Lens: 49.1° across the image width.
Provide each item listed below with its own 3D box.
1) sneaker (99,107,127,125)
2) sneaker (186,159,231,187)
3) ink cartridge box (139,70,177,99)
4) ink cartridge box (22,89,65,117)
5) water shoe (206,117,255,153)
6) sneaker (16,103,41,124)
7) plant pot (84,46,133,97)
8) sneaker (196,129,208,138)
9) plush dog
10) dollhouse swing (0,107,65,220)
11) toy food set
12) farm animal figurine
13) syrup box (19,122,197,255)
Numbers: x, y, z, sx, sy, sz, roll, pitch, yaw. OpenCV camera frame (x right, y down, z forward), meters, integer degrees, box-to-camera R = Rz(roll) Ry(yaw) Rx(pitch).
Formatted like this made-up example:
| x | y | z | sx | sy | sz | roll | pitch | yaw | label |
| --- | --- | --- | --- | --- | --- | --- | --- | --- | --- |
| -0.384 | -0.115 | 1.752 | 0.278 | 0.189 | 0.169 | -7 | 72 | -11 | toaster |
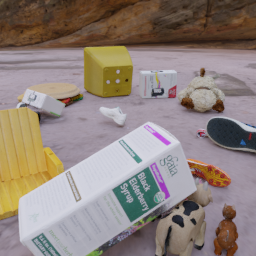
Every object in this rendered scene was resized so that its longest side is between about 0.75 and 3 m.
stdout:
| x | y | z | sx | sy | sz | roll | pitch | yaw | label |
| --- | --- | --- | --- | --- | --- | --- | --- | --- | --- |
| -0.533 | -0.603 | 10.711 | 1.232 | 0.545 | 0.464 | 30 | 16 | 25 | sneaker |
| 1.955 | 1.044 | 6.978 | 0.521 | 0.493 | 1.350 | -7 | 22 | -45 | sneaker |
| 1.562 | -2.289 | 14.718 | 1.855 | 1.352 | 0.768 | -3 | 22 | -6 | ink cartridge box |
| -3.513 | -1.052 | 11.639 | 1.450 | 0.609 | 1.055 | 18 | -6 | 38 | ink cartridge box |
| 3.668 | 0.340 | 8.657 | 2.564 | 0.917 | 1.012 | 21 | 6 | 39 | water shoe |
| -3.839 | -0.466 | 10.847 | 0.965 | 0.688 | 1.947 | -2 | 25 | -10 | sneaker |
| -0.941 | -2.915 | 15.290 | 2.464 | 2.464 | 2.174 | -8 | 33 | -21 | plant pot |
| 2.706 | 0.196 | 9.547 | 0.759 | 0.270 | 0.427 | 2 | 16 | 26 | sneaker |
| 3.370 | -1.482 | 12.559 | 2.220 | 1.781 | 1.907 | 3 | 44 | 7 | plush dog |
| -2.579 | 0.645 | 6.185 | 2.012 | 1.768 | 1.828 | -11 | 23 | -30 | dollhouse swing |
| -3.777 | -1.680 | 14.015 | 2.835 | 0.697 | 2.864 | 13 | 24 | 30 | toy food set |
| 0.952 | 1.344 | 5.216 | 1.773 | 1.104 | 2.196 | -7 | 21 | -18 | farm animal figurine |
| -0.309 | 1.086 | 4.610 | 2.650 | 1.043 | 1.079 | -30 | 28 | -9 | syrup box |
